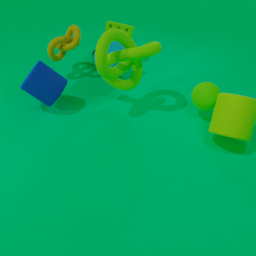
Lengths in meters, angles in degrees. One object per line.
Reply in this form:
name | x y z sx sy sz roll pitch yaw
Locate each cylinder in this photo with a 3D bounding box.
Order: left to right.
cylinder | -2.474 -1.304 8.290 0.997 0.997 0.997 35 35 -24
cylinder | 2.735 -0.279 7.236 1.046 1.046 1.046 13 4 -1

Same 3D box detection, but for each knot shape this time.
knot shape | -2.069 -2.945 9.568 1.304 0.644 1.394 -26 22 36
knot shape | -0.180 -1.910 7.724 1.876 2.004 0.926 12 48 -51

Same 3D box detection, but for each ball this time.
ball | 2.233 -0.909 8.017 0.811 0.811 0.811 0 42 0

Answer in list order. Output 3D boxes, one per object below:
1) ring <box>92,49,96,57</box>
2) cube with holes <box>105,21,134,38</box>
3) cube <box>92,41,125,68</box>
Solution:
ring | -0.824 -2.578 10.460 1.076 0.215 1.076 18 48 -21
cube with holes | -0.349 -3.475 10.646 0.931 0.931 0.931 14 20 2
cube | -0.539 -2.582 9.747 0.919 0.919 0.919 42 62 -6
